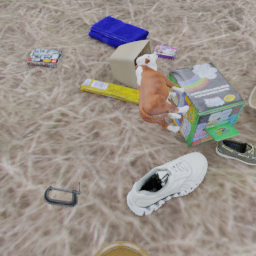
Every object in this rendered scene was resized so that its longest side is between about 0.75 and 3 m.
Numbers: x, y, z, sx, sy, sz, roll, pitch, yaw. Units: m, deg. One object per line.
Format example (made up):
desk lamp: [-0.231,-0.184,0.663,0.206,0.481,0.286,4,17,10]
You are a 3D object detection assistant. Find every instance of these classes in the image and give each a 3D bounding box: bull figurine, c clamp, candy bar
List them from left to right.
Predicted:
c clamp: [-1.891,1.921,8.155,1.137,0.154,0.972,11,32,-25]
candy bar: [-0.533,-1.469,11.277,2.970,0.329,0.741,14,53,11]
bull figurine: [0.890,-1.077,8.219,1.610,0.864,2.652,21,48,-17]

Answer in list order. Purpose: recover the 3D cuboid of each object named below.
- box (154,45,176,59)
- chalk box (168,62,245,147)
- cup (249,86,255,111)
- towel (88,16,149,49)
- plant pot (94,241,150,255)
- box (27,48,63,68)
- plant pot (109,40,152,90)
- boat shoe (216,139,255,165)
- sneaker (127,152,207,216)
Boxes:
box: [1.719,-3.516,12.988,0.963,0.188,0.659,12,53,9]
chalk box: [2.668,-0.623,9.724,1.760,1.752,2.829,-14,54,-13]
cup: [6.037,-1.087,9.750,1.987,2.778,2.778,40,57,-7]
towel: [-0.456,-4.671,13.626,2.502,0.620,1.848,29,58,21]
plant pot: [-0.166,3.824,7.136,1.896,0.261,1.896,0,51,0]
box: [-3.744,-3.174,12.666,1.356,0.270,0.929,6,52,5]
plant pot: [0.102,-2.637,11.577,1.352,1.527,1.525,13,52,27]
boat shoe: [3.881,0.780,9.370,1.749,0.523,0.625,12,53,10]
sneaker: [1.302,1.503,8.406,2.915,1.181,1.095,-28,55,-22]
